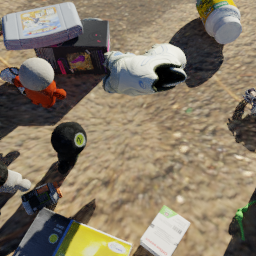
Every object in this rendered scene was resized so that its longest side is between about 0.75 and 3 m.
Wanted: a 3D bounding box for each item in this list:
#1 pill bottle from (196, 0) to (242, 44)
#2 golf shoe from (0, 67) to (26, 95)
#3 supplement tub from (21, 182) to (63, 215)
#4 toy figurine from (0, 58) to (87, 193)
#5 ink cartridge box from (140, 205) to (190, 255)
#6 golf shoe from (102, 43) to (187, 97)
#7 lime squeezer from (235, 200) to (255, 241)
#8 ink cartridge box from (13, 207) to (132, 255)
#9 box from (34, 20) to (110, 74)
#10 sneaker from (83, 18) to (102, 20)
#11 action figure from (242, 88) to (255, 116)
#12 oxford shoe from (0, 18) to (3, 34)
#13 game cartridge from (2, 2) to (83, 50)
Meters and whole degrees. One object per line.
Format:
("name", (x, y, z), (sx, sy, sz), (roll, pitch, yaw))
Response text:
("pill bottle", (3.401, -4.217, 10.464), (1.272, 1.272, 2.256), (-5, 55, -3))
("golf shoe", (-3.402, -1.459, 8.893), (1.626, 0.632, 0.768), (9, 55, 8))
("supplement tub", (-2.048, 1.656, 6.708), (0.870, 0.533, 0.533), (-23, 58, -16))
("toy figurine", (-2.538, 0.033, 6.583), (2.741, 1.937, 2.784), (-24, 79, -16))
("ink cartridge box", (0.823, 2.369, 6.265), (0.711, 0.410, 0.977), (32, 60, 21))
("golf shoe", (0.757, -1.164, 6.104), (1.365, 1.099, 2.807), (22, 32, 32))
("lime squeezer", (2.790, 2.035, 6.638), (0.405, 0.216, 1.147), (28, 58, 19))
("ink cartridge box", (-1.364, 3.083, 5.709), (2.257, 0.537, 2.284), (18, 54, 12))
("box", (-1.783, -2.711, 9.408), (2.321, 1.231, 1.419), (-1, 55, -1))
("sneaker", (-1.670, -3.622, 10.543), (1.696, 0.657, 0.676), (-17, 70, -3))
("action figure", (4.373, -0.945, 8.515), (2.065, 0.716, 1.343), (-35, 68, -18))
("oxford shoe", (-5.443, -3.783, 10.581), (1.573, 0.581, 0.557), (-25, 58, -17))
("game cartridge", (-2.669, -3.151, 8.703), (2.378, 0.494, 1.583), (-16, 51, -9))
